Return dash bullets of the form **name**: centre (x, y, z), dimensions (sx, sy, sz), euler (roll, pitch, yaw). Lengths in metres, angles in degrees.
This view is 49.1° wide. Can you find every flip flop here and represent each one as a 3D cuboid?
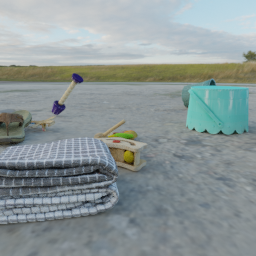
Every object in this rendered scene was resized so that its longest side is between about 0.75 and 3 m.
- **flip flop**: centre (-3.823, -0.195, 9.172), dimensions (1.147, 0.814, 2.828), euler (0, 22, -5)

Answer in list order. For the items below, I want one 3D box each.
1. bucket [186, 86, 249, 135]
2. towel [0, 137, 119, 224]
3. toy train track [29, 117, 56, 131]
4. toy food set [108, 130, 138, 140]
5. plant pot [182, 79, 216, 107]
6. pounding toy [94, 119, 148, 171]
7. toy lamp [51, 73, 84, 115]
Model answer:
- **bucket**: centre (3.332, -0.751, 10.462), dimensions (2.403, 1.564, 2.403), euler (0, 11, 0)
- **towel**: centre (-1.314, 0.737, 4.827), dimensions (2.170, 0.929, 1.797), euler (-2, 11, -10)
- **toy train track**: centre (-3.381, -0.106, 10.515), dimensions (1.862, 0.303, 1.068), euler (2, 23, 38)
- **toy food set**: centre (-0.304, 0.225, 8.700), dimensions (1.207, 0.351, 1.748), euler (0, 12, 0)
- **plant pot**: centre (4.086, -1.873, 16.088), dimensions (1.668, 1.703, 1.703), euler (-3, 8, 34)
- **pounding toy**: centre (-0.353, 0.331, 6.577), dimensions (1.753, 1.005, 1.002), euler (11, 11, 42)
- **toy lamp**: centre (-2.854, -1.497, 12.962), dimensions (0.641, 2.202, 0.641), euler (33, 27, -19)
